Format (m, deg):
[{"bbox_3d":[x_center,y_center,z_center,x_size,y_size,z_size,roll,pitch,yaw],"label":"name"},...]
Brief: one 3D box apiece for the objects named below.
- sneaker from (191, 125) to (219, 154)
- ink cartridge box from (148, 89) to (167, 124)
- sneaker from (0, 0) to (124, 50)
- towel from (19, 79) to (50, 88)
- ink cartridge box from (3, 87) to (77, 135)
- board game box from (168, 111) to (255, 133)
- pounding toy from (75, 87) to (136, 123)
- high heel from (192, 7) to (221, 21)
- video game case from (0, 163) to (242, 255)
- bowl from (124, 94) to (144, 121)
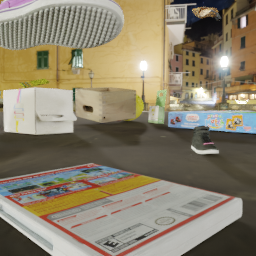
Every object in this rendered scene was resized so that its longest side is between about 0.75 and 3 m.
[{"bbox_3d":[1.088,0.159,4.013,0.268,0.376,0.758,1,5,-5],"label":"sneaker"},{"bbox_3d":[1.186,-0.872,11.358,0.324,1.353,0.984,2,3,-18],"label":"ink cartridge box"},{"bbox_3d":[-1.356,-2.515,5.578,2.936,1.674,1.064,5,-30,19],"label":"sneaker"},{"bbox_3d":[-3.590,-1.745,10.765,1.052,0.095,0.453,-21,43,-38],"label":"towel"},{"bbox_3d":[-2.188,-0.425,7.030,1.729,1.083,1.112,3,5,40],"label":"ink cartridge box"},{"bbox_3d":[3.013,-0.226,8.054,2.250,0.544,2.975,-4,5,-40],"label":"board game box"},{"bbox_3d":[-0.986,-0.859,11.995,2.154,1.663,2.339,-10,17,-42],"label":"pounding toy"},{"bbox_3d":[2.201,-3.402,8.105,0.935,0.334,0.666,30,15,27],"label":"high heel"},{"bbox_3d":[-0.190,0.448,1.768,1.018,0.124,1.424,-5,7,-44],"label":"video game case"},{"bbox_3d":[-0.077,-0.855,12.896,1.529,1.529,0.823,1,38,11],"label":"bowl"}]
